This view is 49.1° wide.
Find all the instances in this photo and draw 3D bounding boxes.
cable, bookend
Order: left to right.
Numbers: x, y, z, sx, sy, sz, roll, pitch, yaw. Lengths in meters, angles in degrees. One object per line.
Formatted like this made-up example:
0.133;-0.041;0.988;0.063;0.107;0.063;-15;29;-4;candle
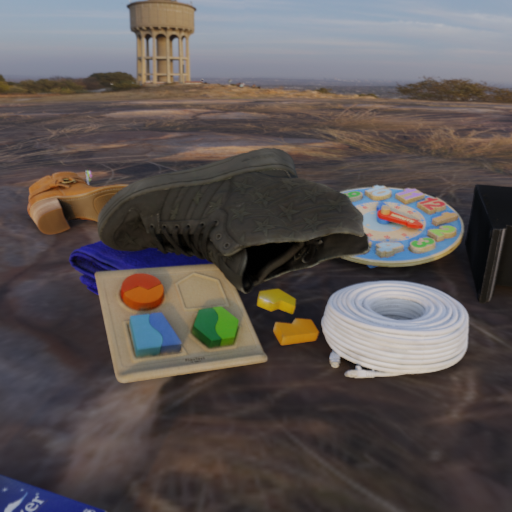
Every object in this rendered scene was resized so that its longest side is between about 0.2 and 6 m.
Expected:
1.774;0.863;7.260;1.842;0.638;1.843;-1;20;-2;cable
5.043;-0.171;9.241;2.712;1.249;2.695;6;22;13;bookend

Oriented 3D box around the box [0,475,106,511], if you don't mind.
-2.008;2.162;4.259;1.611;0.261;0.976;6;21;21;box

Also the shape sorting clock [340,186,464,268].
2.463;-0.681;10.840;2.958;0.580;2.958;0;31;0;shape sorting clock

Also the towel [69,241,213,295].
-1.180;0.047;9.520;2.350;0.788;3.182;18;26;26;towel

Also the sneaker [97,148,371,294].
-0.470;-0.323;7.654;3.683;1.106;1.921;-18;55;8;sneaker

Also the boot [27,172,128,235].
-3.878;-1.356;12.803;2.587;0.992;2.009;-21;35;-16;boot

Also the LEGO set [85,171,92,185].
-4.653;-1.773;14.307;0.995;0.805;2.162;-16;26;-36;LEGO set

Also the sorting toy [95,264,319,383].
-0.610;0.678;7.288;2.657;0.356;1.980;-4;39;-23;sorting toy
